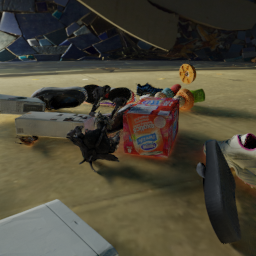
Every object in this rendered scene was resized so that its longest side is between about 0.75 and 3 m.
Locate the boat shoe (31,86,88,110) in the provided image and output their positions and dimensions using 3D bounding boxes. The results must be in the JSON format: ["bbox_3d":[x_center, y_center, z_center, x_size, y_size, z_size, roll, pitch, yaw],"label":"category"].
[{"bbox_3d":[-3.153,-1.175,12.260,2.812,0.983,0.932,-1,37,15],"label":"boat shoe"}]

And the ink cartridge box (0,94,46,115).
[{"bbox_3d":[-5.200,-1.089,11.499,2.974,0.648,2.581,3,14,-33],"label":"ink cartridge box"}]

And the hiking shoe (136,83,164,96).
[{"bbox_3d":[1.278,-2.216,15.911,1.695,0.735,0.631,-6,18,-19],"label":"hiking shoe"}]

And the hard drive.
[{"bbox_3d":[-1.677,1.778,3.445,2.635,0.352,1.738,-14,22,-38],"label":"hard drive"}]

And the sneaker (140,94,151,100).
[{"bbox_3d":[0.861,-1.371,13.744,0.543,0.476,1.354,-5,10,5],"label":"sneaker"}]

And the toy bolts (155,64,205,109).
[{"bbox_3d":[2.178,-1.783,12.988,1.465,2.018,2.112,-17,5,-29],"label":"toy bolts"}]

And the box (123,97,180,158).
[{"bbox_3d":[0.781,-0.136,8.281,1.239,1.186,2.485,5,18,15],"label":"box"}]

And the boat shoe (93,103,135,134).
[{"bbox_3d":[-0.152,-0.278,9.715,2.201,0.755,0.623,-22,33,-37],"label":"boat shoe"}]

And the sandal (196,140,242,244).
[{"bbox_3d":[1.544,0.976,5.166,0.590,1.048,2.755,-24,7,23],"label":"sandal"}]

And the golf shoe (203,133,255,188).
[{"bbox_3d":[2.564,0.517,6.449,0.862,1.047,2.288,-7,17,-20],"label":"golf shoe"}]

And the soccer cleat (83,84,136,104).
[{"bbox_3d":[-1.012,-1.561,13.764,2.917,0.995,1.067,5,-4,25],"label":"soccer cleat"}]

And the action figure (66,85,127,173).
[{"bbox_3d":[-0.782,0.128,7.380,1.462,1.255,2.460,25,56,-10],"label":"action figure"}]

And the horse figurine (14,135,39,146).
[{"bbox_3d":[-2.967,0.360,8.220,0.619,0.233,0.935,13,5,-16],"label":"horse figurine"}]

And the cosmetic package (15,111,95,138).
[{"bbox_3d":[-2.386,-0.126,9.267,2.410,0.610,0.995,4,16,12],"label":"cosmetic package"}]
